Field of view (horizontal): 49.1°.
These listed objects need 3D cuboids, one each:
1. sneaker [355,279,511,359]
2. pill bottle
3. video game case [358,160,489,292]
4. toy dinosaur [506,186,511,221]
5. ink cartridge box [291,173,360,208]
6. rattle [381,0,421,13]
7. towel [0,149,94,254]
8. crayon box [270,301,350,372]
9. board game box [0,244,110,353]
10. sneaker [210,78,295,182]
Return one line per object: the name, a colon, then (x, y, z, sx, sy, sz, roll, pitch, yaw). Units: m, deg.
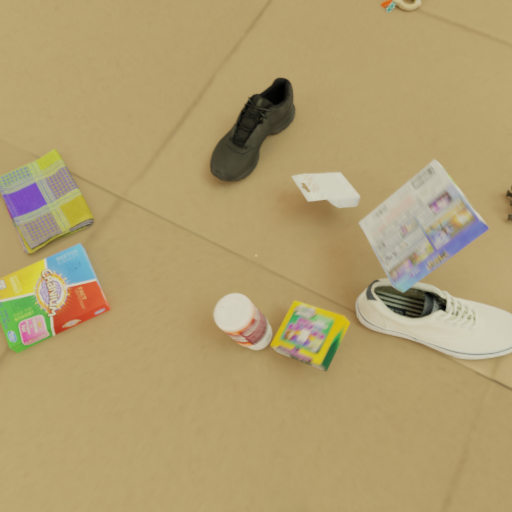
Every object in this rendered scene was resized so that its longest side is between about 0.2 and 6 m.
sneaker: (3.264, 1.104, 9.823, 2.980, 1.055, 1.088, 8, 66, 4)
pill bottle: (-0.184, 1.172, 9.645, 0.677, 1.235, 0.677, -10, 60, 18)
video game case: (2.632, -0.485, 9.045, 1.665, 0.378, 1.509, -42, 42, 24)
toy dinosaur: (5.401, -1.031, 11.057, 0.784, 0.590, 1.534, 5, 63, 9)
ink cartridge box: (1.296, -1.234, 10.643, 1.086, 0.257, 0.869, -7, 42, -19)
rattle: (3.534, -6.228, 13.375, 0.943, 0.674, 0.614, -5, 85, -9)
towel: (-4.282, -1.120, 11.283, 1.472, 0.233, 2.049, -27, 69, -11)
crayon box: (0.911, 1.337, 9.517, 1.072, 0.313, 0.925, 15, 67, 40)
board game box: (-3.824, 0.756, 10.361, 1.823, 0.368, 1.395, -26, 68, -11)
sneaker: (-0.108, -2.654, 11.462, 0.988, 1.181, 2.602, 31, 70, 11)
